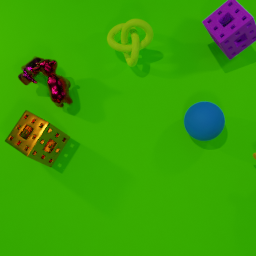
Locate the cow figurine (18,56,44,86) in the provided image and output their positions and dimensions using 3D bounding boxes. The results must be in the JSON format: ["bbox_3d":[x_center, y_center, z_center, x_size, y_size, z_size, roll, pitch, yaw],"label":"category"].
[{"bbox_3d":[-2.631,-1.603,7.757,0.944,0.929,0.518,-48,123,-14],"label":"cow figurine"}]

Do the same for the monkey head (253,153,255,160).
[{"bbox_3d":[3.665,1.039,6.834,0.765,0.913,1.269,-29,59,-18],"label":"monkey head"}]

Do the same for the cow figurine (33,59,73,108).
[{"bbox_3d":[-1.973,-1.219,7.498,0.659,1.182,1.201,-18,69,10],"label":"cow figurine"}]

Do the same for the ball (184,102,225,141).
[{"bbox_3d":[2.006,-0.177,7.385,1.039,1.039,1.039,0,79,0],"label":"ball"}]

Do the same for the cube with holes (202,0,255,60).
[{"bbox_3d":[2.791,-2.665,7.586,0.950,0.950,0.950,-37,56,20],"label":"cube with holes"}]

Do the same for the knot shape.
[{"bbox_3d":[0.123,-2.461,7.723,1.230,0.608,1.315,-33,84,37],"label":"knot shape"}]

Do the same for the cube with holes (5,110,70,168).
[{"bbox_3d":[-2.300,0.282,7.203,0.946,0.946,0.946,25,78,31],"label":"cube with holes"}]
